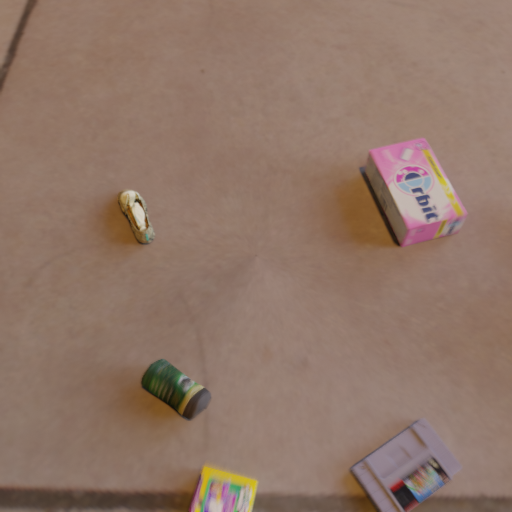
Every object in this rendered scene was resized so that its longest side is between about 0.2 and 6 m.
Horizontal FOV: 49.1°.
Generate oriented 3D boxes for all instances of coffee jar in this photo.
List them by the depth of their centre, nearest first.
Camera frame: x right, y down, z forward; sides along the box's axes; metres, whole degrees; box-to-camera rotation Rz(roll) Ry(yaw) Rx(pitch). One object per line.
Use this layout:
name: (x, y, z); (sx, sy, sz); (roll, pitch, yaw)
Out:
coffee jar: (-1.333, 2.242, 9.403); (1.138, 0.594, 0.486); (31, 106, 17)

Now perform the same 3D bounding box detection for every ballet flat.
ballet flat: (-2.422, -0.932, 11.282); (0.501, 0.556, 1.478); (-20, 61, -17)

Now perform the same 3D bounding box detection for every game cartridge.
game cartridge: (2.404, 3.409, 8.932); (1.511, 0.290, 0.980); (-29, 60, -16)

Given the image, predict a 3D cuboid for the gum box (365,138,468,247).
gum box: (3.174, -1.368, 11.432); (1.232, 0.718, 2.171); (-14, 61, -7)

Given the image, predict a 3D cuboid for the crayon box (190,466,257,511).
crayon box: (-0.537, 3.885, 8.599); (0.892, 0.301, 1.033); (15, 61, 3)
